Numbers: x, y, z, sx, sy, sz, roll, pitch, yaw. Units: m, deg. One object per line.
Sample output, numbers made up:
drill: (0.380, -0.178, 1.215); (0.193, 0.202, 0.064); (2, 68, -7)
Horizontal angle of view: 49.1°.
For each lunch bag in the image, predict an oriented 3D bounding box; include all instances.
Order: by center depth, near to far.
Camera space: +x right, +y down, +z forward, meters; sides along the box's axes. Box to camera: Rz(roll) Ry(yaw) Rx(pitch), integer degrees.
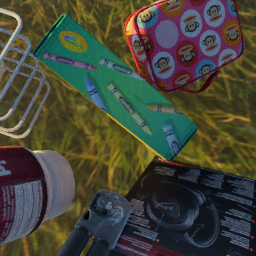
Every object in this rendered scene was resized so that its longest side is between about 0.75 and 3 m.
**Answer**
lunch bag: (1.302, -1.785, 6.011); (2.380, 0.975, 2.097); (-25, 105, -12)

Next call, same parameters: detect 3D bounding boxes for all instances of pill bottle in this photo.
pill bottle: (-2.267, 1.099, 4.493); (1.590, 2.784, 1.590); (0, 89, 30)

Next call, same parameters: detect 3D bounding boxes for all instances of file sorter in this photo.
file sorter: (-2.380, -0.884, 4.882); (1.349, 2.167, 1.504); (19, 70, 4)

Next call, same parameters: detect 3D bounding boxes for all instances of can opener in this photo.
can opener: (-0.593, 1.675, 3.624); (0.599, 0.751, 2.246); (31, 36, 5)

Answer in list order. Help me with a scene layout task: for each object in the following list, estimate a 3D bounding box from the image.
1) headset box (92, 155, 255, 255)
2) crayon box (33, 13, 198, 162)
headset box: (0.946, 1.808, 4.666); (2.207, 1.145, 2.966); (11, 28, 21)
crayon box: (-0.204, -0.729, 5.250); (2.865, 1.702, 0.835); (39, 96, -13)
